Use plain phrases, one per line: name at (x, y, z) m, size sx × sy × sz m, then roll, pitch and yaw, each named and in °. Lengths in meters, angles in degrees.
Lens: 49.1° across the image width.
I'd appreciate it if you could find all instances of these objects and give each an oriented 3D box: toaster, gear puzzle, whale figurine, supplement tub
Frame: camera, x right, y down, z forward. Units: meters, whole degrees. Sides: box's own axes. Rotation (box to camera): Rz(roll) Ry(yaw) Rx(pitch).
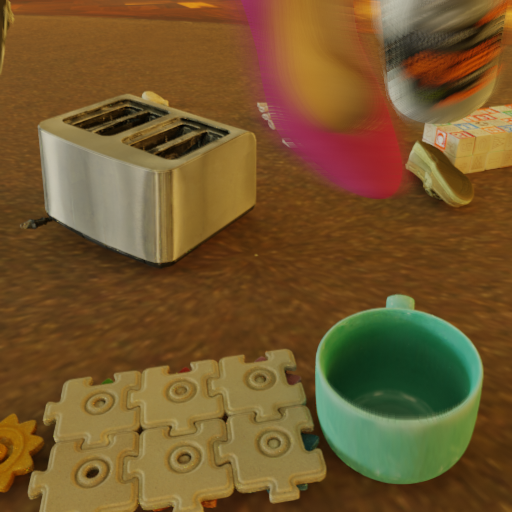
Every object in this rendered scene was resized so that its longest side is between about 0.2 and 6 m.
toaster at (-1.639, -1.158, 8.233) m, size 2.444 × 1.604 × 2.703 m, roll 22°, pitch 37°, yaw 25°
gear puzzle at (-1.063, 1.687, 4.898) m, size 3.190 × 0.418 × 1.652 m, roll -7°, pitch 33°, yaw -6°
whale figurine at (-2.604, -3.937, 14.368) m, size 0.687 × 0.357 × 0.547 m, roll 13°, pitch 37°, yaw -24°
supplement tub at (1.940, -2.422, 5.848) m, size 1.220 × 1.991 × 1.220 m, roll -7°, pitch 64°, yaw 15°

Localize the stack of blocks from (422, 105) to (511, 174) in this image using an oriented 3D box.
stack of blocks at (4.646, -2.387, 11.277) m, size 2.550 × 0.747 × 1.468 m, roll -11°, pitch 32°, yaw -16°

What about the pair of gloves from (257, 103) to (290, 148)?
pair of gloves at (1.485, -3.099, 12.746) m, size 2.382 × 0.491 × 2.801 m, roll -10°, pitch 33°, yaw -17°

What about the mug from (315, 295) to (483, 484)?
mug at (1.298, 1.198, 4.948) m, size 1.636 × 1.012 × 1.345 m, roll -30°, pitch 40°, yaw -33°

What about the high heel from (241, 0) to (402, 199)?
high heel at (0.573, -1.631, 4.375) m, size 0.993 × 2.946 × 1.416 m, roll -47°, pitch 21°, yaw -16°

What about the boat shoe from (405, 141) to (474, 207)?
boat shoe at (3.152, -1.345, 9.829) m, size 0.726 × 0.626 × 1.991 m, roll 15°, pitch 33°, yaw -21°

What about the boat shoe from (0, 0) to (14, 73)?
boat shoe at (-3.567, -3.203, 7.473) m, size 0.652 × 1.766 × 0.603 m, roll 7°, pitch 6°, yaw 19°
